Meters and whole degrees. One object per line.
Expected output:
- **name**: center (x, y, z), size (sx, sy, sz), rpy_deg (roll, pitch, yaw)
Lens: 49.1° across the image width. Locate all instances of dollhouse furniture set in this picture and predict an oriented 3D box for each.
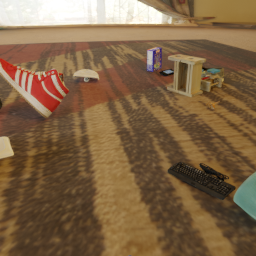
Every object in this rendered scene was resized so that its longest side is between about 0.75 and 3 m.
- **dollhouse furniture set**: center (3.075, -2.557, 12.839), size (2.207, 1.556, 1.547), rpy_deg (-20, 32, -34)

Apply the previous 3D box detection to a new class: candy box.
- **candy box**: center (1.535, -3.979, 16.241), size (0.467, 1.214, 1.026), rpy_deg (17, 30, 32)

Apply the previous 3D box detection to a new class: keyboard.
- **keyboard**: center (1.754, 1.088, 6.629), size (1.538, 0.305, 0.801), rpy_deg (24, 34, 39)

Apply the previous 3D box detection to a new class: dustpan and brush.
- **dustpan and brush**: center (-2.116, -2.790, 14.716), size (1.313, 0.538, 1.881), rpy_deg (5, 32, -3)

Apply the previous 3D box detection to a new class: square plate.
- **square plate**: center (-3.916, 0.584, 7.838), size (1.208, 0.172, 1.196), rpy_deg (-13, 28, -25)

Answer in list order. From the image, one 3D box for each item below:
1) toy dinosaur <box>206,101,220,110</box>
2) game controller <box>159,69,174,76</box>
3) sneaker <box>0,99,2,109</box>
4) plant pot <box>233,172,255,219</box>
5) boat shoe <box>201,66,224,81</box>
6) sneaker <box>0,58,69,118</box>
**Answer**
- **toy dinosaur**: center (3.304, -0.887, 10.952), size (0.441, 0.251, 0.831), rpy_deg (27, 37, 5)
- **game controller**: center (2.227, -3.081, 15.518), size (1.046, 0.220, 0.546), rpy_deg (-23, 33, -38)
- **sneaker**: center (-6.029, -1.024, 10.276), size (2.860, 1.083, 1.252), rpy_deg (-2, 20, -4)
- **plant pot**: center (2.687, 1.366, 5.298), size (1.026, 1.026, 0.823), rpy_deg (-13, 44, -26)
- **boat shoe**: center (3.845, -2.914, 14.606), size (2.302, 0.688, 0.823), rpy_deg (15, 29, 28)
- **sneaker**: center (-3.355, -1.825, 9.945), size (2.788, 1.568, 0.993), rpy_deg (43, -5, 1)
